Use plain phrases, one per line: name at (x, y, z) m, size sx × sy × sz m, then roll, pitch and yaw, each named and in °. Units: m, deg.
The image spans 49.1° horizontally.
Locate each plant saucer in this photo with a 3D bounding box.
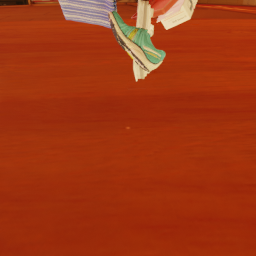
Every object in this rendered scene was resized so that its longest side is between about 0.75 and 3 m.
plant saucer at (0.808, -3.143, 7.168) m, size 1.146 × 0.211 × 1.148 m, roll 8°, pitch 51°, yaw 49°

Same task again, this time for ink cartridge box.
ink cartridge box at (1.679, -3.986, 9.508) m, size 0.983 × 0.565 × 1.678 m, roll -12°, pitch 41°, yaw 40°

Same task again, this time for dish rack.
dish rack at (0.377, -1.993, 6.515) m, size 0.353 × 1.623 × 1.393 m, roll 5°, pitch -6°, yaw 5°

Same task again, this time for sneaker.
sneaker at (0.122, -1.509, 4.745) m, size 0.491 × 1.233 × 0.478 m, roll -41°, pitch -4°, yaw -3°

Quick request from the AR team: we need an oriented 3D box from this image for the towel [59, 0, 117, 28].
towel at (-1.263, -3.819, 8.135) m, size 1.899 × 2.622 × 0.313 m, roll 12°, pitch 75°, yaw 6°
